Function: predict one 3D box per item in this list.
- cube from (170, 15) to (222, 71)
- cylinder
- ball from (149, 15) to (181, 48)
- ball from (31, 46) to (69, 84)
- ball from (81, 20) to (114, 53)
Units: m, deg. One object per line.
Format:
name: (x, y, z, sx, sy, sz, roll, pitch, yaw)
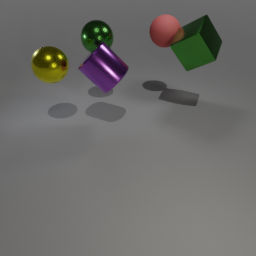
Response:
cube: (2.819, -3.461, 11.519, 1.400, 1.400, 1.400, -14, 37, 43)
cylinder: (-0.929, -2.294, 10.676, 1.400, 1.400, 1.400, 42, 19, -18)
ball: (1.664, -4.341, 12.574, 1.400, 1.400, 1.400, 0, 31, 0)
ball: (-2.960, -2.402, 10.678, 1.400, 1.400, 1.400, 0, 31, 0)
ball: (-1.319, -3.881, 11.988, 1.400, 1.400, 1.400, 0, 31, 0)
